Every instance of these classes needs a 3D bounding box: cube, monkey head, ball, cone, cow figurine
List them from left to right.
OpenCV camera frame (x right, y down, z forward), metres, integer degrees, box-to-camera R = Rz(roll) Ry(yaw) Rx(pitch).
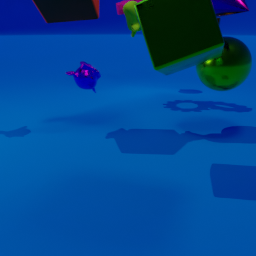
[{"bbox_3d":[-1.375,-3.249,6.111,1.276,1.276,1.276,-3,-15,6],"label":"cube"},{"bbox_3d":[-1.164,-1.408,7.500,1.095,0.660,0.787,31,10,-45],"label":"monkey head"},{"bbox_3d":[0.685,-2.811,6.510,1.552,1.527,0.852,13,29,1],"label":"cow figurine"},{"bbox_3d":[0.866,-1.564,4.551,1.064,1.064,1.064,-17,0,18],"label":"cube"},{"bbox_3d":[2.479,-1.659,7.302,1.394,1.394,1.394,0,20,0],"label":"ball"},{"bbox_3d":[2.349,-2.707,6.136,0.876,0.876,0.879,-9,42,-24],"label":"cone"}]

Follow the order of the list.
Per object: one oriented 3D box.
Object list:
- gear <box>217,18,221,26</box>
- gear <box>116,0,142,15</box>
[{"bbox_3d":[2.171,-3.593,9.633,1.879,0.347,1.879,14,-20,5],"label":"gear"},{"bbox_3d":[0.476,-4.182,9.499,1.733,0.320,1.733,-7,29,4],"label":"gear"}]
